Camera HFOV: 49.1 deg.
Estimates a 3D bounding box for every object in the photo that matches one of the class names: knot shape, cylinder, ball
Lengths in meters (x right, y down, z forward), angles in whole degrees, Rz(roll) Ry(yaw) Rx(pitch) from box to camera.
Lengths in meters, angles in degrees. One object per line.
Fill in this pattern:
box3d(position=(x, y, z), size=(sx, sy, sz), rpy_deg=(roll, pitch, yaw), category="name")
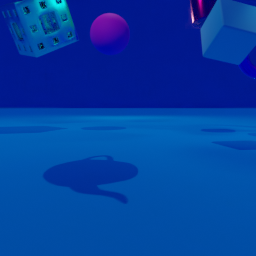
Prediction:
box3d(position=(3.223, -1.544, 5.665), size=(1.802, 0.833, 1.686), rpy_deg=(4, -2, 8), category="knot shape")
box3d(position=(2.179, -3.371, 7.927), size=(0.758, 0.758, 0.758), rpy_deg=(-6, -1, 0), category="cylinder")
box3d(position=(-0.531, -2.775, 8.317), size=(1.178, 1.178, 1.178), rpy_deg=(0, 4, 0), category="ball")

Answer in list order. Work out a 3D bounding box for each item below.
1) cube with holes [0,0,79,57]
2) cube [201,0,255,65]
box3d(position=(-2.534, -2.989, 8.026), size=(1.391, 1.391, 1.391), rpy_deg=(-33, 34, -28), category="cube with holes")
box3d(position=(1.756, -1.656, 4.847), size=(0.718, 0.718, 0.718), rpy_deg=(10, -30, -9), category="cube")
